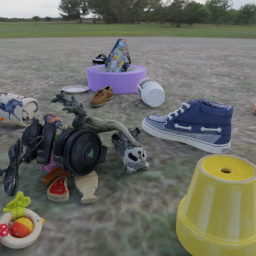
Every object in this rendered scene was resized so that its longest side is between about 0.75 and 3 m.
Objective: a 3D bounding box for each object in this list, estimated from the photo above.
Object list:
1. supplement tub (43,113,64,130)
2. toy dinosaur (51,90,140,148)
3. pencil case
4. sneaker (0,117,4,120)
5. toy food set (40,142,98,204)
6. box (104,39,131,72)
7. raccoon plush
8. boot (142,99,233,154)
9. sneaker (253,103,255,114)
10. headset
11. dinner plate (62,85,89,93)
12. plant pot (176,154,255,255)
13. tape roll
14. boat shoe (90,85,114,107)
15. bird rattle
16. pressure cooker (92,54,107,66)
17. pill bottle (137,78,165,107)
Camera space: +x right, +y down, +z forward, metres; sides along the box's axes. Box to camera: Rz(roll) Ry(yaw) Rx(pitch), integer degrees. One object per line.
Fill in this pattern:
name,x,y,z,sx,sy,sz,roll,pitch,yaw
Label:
supplement tub,-2.136,-0.141,8.061,0.422,0.422,0.789,-14,24,-32
toy dinosaur,-1.029,-0.178,6.243,2.983,1.315,0.708,1,47,49
pencil case,-3.812,-0.699,8.453,2.248,0.874,1.005,15,-4,10
sneaker,-4.275,-0.294,8.690,0.404,0.333,0.879,2,13,24
toy food set,-1.209,0.906,5.693,1.201,0.298,1.890,-2,30,-5
box,-0.490,-2.902,12.511,0.343,1.242,1.819,-2,-22,-27
raccoon plush,0.069,0.560,6.440,0.694,0.961,1.434,-18,-9,-4
boot,1.498,-0.267,7.385,2.572,1.162,0.935,16,27,35
sneaker,4.884,-0.745,9.598,0.789,0.546,1.409,21,40,33
headset,-1.405,0.540,5.411,1.657,1.261,2.684,11,-3,12
dinner plate,-2.312,-1.700,12.383,1.173,0.142,1.173,0,23,0
plant pot,1.346,1.072,4.016,1.260,1.185,1.260,-1,22,0
tape roll,-0.513,-2.325,12.950,2.690,0.882,2.690,0,21,0
boat shoe,-1.035,-1.240,10.674,0.573,0.542,1.594,6,23,16
bird rattle,-1.673,1.427,4.101,0.778,0.537,0.954,23,26,5
pressure cooker,-1.319,-3.200,14.620,1.117,1.270,1.135,8,22,19
pill bottle,0.858,-1.336,10.511,0.857,0.857,1.473,-3,23,-8
